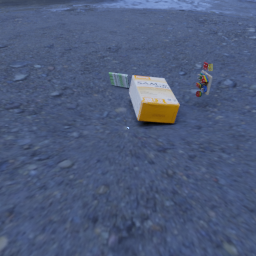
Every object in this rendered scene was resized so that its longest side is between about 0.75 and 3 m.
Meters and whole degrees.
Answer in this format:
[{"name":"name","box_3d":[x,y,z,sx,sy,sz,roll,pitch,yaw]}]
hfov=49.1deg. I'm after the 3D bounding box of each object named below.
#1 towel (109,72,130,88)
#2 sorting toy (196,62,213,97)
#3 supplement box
[{"name":"towel","box_3d":[-0.345,-1.957,11.347,0.840,0.626,0.129,14,49,24]},{"name":"sorting toy","box_3d":[2.549,-1.575,9.478,0.226,1.336,0.644,-5,32,-14]},{"name":"supplement box","box_3d":[0.824,-1.025,9.516,1.255,0.732,1.991,3,34,-13]}]
